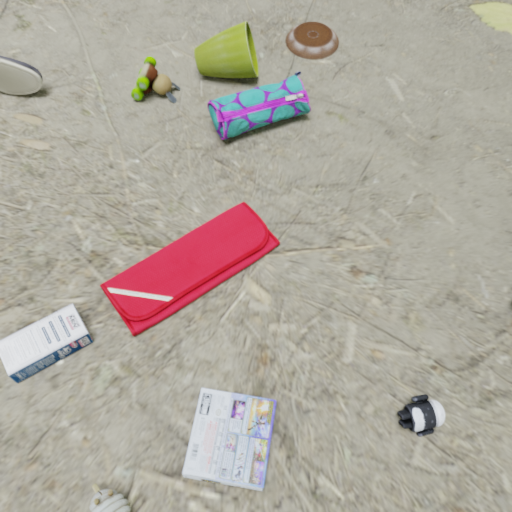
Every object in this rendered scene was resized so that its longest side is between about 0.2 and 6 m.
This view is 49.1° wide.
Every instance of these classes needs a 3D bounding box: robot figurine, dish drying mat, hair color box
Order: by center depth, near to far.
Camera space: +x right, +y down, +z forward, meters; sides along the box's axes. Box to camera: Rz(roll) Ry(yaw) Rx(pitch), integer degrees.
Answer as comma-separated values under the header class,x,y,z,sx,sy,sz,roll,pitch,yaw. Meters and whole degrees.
class,x,y,z,sx,sy,sz,roll,pitch,yaw
robot figurine,2.789,2.696,9.452,0.766,0.575,0.478,-10,43,-5
hair color box,-3.813,1.572,10.125,1.491,0.451,0.746,-28,63,-16
dish drying mat,-1.256,0.156,11.052,3.432,0.312,1.318,-32,65,-18

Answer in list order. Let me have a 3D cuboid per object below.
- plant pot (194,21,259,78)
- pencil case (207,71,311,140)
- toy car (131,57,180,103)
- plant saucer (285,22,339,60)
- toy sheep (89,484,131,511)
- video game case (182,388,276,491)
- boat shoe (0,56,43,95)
class,x,y,z,sx,sy,sz,roll,pitch,yaw
plant pot,-0.755,-4.877,13.662,1.383,1.294,1.294,-10,58,11
pencil case,0.078,-3.405,12.781,2.267,1.047,0.964,-20,104,-10
toy car,-2.357,-4.107,13.524,1.045,0.824,0.858,23,59,-19
plant saucer,1.473,-5.685,14.605,1.412,0.258,1.412,0,59,-1
toy sheep,-2.257,3.918,8.612,0.658,0.658,0.955,-28,65,-16
video game case,-0.416,3.030,9.319,1.318,0.330,1.454,8,59,5
boat shoe,-6.366,-4.620,13.456,2.802,1.018,0.879,11,57,8
